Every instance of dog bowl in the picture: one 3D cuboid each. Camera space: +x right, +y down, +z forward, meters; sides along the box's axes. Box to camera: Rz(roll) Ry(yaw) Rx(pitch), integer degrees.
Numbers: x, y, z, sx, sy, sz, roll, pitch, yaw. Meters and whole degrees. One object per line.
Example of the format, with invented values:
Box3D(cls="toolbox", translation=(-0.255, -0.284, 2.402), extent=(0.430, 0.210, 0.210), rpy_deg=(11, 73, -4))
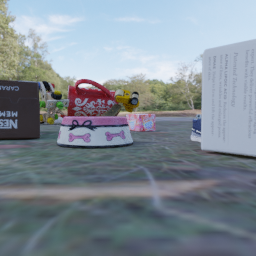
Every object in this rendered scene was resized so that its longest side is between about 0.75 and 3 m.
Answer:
Box3D(cls="dog bowl", translation=(-0.510, 0.037, 4.395), extent=(1.189, 0.439, 1.189), rpy_deg=(-1, 3, 0))

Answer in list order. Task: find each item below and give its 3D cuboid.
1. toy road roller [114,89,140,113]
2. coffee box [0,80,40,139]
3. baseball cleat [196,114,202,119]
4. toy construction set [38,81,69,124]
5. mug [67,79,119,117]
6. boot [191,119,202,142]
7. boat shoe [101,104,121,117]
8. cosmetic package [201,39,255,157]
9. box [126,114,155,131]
Box3D(cls="toy road roller", translation=(-0.060, -1.256, 13.359), extent=(1.227, 0.896, 0.754), rpy_deg=(12, 36, -3))
Box3D(cls="coffee box", translation=(-2.791, -0.389, 6.234), extent=(1.572, 1.096, 2.748), rpy_deg=(-1, 3, -18))
Box3D(cls="baseball cleat", translation=(3.256, -0.379, 12.522), extent=(0.321, 0.490, 0.921), rpy_deg=(-5, -1, 21))
Box3D(cls="toy construction set", translation=(-3.436, -0.841, 13.263), extent=(2.010, 2.181, 2.615), rpy_deg=(26, -2, 40))
Box3D(cls="mug", translation=(-1.733, -1.299, 13.973), extent=(2.498, 1.667, 2.218), rpy_deg=(3, -12, -11))
Box3D(cls="boot", translation=(1.329, 0.040, 4.717), extent=(0.319, 0.396, 0.878), rpy_deg=(-1, 3, -20))
Box3D(cls="boat shoe", translation=(-0.773, -0.583, 13.168), extent=(0.514, 0.482, 1.427), rpy_deg=(22, 45, 23))
Box3D(cls="cosmetic package", translation=(1.803, -0.312, 3.156), extent=(1.240, 1.241, 1.504), rpy_deg=(-2, 4, -39))
Box3D(cls="box", translation=(0.351, -0.166, 8.125), extent=(0.518, 0.478, 1.010), rpy_deg=(-1, 3, -22))
